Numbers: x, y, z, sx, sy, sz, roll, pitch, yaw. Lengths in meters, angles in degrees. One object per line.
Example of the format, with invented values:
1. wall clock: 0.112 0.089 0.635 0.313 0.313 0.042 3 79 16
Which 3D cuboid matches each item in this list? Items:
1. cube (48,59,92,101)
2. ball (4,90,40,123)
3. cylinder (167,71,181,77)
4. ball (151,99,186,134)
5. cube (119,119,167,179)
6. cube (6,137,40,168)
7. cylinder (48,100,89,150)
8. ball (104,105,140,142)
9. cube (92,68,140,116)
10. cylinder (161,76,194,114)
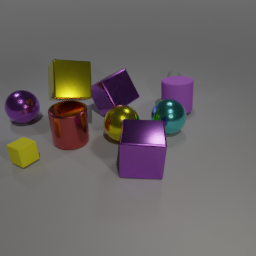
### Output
1. cube: -2.268 -1.788 10.815 1.400 1.400 1.400 -2 3 -23
2. ball: -4.432 -0.893 11.772 1.400 1.400 1.400 0 31 0
3. cylinder: 2.323 -2.474 14.450 0.700 0.700 0.700 12 62 19
4. ball: 1.600 -0.454 11.087 1.400 1.400 1.400 0 31 0
5. cube: 0.465 0.671 9.125 1.400 1.400 1.400 3 34 1
6. cube: -3.580 0.818 9.571 0.700 0.700 0.700 14 32 34
7. cylinder: -2.200 -0.121 10.525 1.400 1.400 1.400 0 31 0
8. ball: -0.228 -0.175 10.638 1.400 1.400 1.400 0 31 0
9. cube: -0.646 -1.536 12.147 1.400 1.400 1.400 -36 14 -30
10. cylinder: 2.204 -1.483 12.584 1.400 1.400 1.400 -3 24 1
